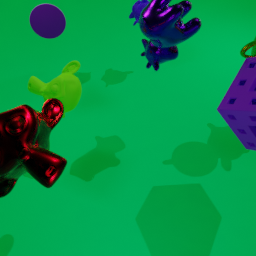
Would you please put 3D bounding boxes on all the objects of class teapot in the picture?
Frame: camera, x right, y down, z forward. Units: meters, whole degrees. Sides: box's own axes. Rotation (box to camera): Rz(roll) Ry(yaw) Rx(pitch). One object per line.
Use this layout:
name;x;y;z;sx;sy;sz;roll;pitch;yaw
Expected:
teapot;3.324;-1.599;6.209;1.910;0.935;1.188;5;45;-19

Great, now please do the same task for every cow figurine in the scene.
cow figurine;0.679;-1.975;5.967;1.696;1.669;0.931;-1;64;-52

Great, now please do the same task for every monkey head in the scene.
monkey head;-1.397;0.331;3.945;1.263;1.058;1.755;32;82;4
monkey head;0.466;-3.648;9.103;1.295;0.932;0.780;-30;91;-33
monkey head;-1.671;-0.881;6.552;1.107;1.538;0.927;27;27;8

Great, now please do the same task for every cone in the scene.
cone;-2.084;-2.922;7.283;0.877;0.877;0.880;-9;43;-8

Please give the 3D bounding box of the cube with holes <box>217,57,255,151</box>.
cube with holes;2.643;-0.394;4.922;1.260;1.260;1.260;9;61;55
